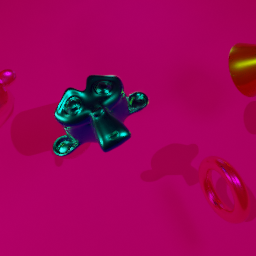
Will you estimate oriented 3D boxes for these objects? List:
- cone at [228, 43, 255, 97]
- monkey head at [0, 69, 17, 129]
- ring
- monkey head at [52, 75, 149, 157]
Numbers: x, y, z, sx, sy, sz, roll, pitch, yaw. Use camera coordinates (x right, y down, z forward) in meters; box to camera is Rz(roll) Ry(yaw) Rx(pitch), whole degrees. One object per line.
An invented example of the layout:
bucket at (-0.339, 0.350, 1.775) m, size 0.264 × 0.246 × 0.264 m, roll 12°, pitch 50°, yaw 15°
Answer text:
cone at (2.518, -1.161, 4.853) m, size 1.053 × 1.057 × 1.053 m, roll 6°, pitch 80°, yaw -33°
monkey head at (-2.749, -0.466, 5.248) m, size 1.161 × 0.973 × 1.614 m, roll 37°, pitch 76°, yaw 1°
ring at (1.623, 1.054, 4.829) m, size 0.241 × 1.203 × 1.203 m, roll -18°, pitch 66°, yaw -16°
monkey head at (-0.365, -0.083, 3.935) m, size 1.671 × 1.007 × 1.202 m, roll -32°, pitch 63°, yaw -7°
